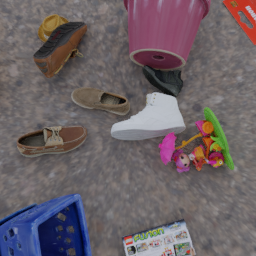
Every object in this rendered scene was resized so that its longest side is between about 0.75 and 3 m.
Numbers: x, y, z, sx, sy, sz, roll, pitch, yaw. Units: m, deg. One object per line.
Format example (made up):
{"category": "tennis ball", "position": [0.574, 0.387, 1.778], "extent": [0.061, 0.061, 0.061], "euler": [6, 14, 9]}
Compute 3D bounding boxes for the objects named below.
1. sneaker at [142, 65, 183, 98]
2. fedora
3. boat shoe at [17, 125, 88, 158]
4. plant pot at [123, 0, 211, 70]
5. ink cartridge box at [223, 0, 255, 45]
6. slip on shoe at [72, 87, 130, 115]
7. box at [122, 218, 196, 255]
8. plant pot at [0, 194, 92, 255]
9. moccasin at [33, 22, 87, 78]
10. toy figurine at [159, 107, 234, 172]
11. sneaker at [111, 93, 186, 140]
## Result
{"category": "sneaker", "position": [1.170, -1.662, 9.006], "extent": [1.424, 0.544, 0.816], "euler": [36, 71, 10]}
{"category": "fedora", "position": [-2.597, -3.530, 9.737], "extent": [1.237, 0.505, 1.237], "euler": [0, 68, 0]}
{"category": "boat shoe", "position": [-2.189, 0.334, 8.083], "extent": [2.052, 0.737, 0.777], "euler": [-17, 65, -6]}
{"category": "plant pot", "position": [1.068, -3.221, 8.647], "extent": [2.705, 2.705, 2.421], "euler": [9, 85, 4]}
{"category": "ink cartridge box", "position": [5.245, -4.435, 10.018], "extent": [2.793, 0.797, 2.270], "euler": [-21, 70, -13]}
{"category": "slip on shoe", "position": [-0.857, -0.895, 8.671], "extent": [1.889, 0.572, 0.718], "euler": [19, 70, 7]}
{"category": "box", "position": [0.782, 3.060, 7.281], "extent": [1.723, 0.299, 0.948], "euler": [-14, 69, -5]}
{"category": "plant pot", "position": [-2.040, 2.657, 6.372], "extent": [1.625, 1.808, 1.808], "euler": [-10, 92, 23]}
{"category": "moccasin", "position": [-2.047, -2.632, 9.164], "extent": [0.948, 1.000, 2.592], "euler": [4, 49, 18]}
{"category": "toy figurine", "position": [1.799, 0.631, 7.942], "extent": [1.755, 1.432, 1.907], "euler": [-24, 95, 5]}
{"category": "sneaker", "position": [0.510, -0.383, 8.407], "extent": [2.221, 0.818, 1.284], "euler": [-6, 67, -12]}
